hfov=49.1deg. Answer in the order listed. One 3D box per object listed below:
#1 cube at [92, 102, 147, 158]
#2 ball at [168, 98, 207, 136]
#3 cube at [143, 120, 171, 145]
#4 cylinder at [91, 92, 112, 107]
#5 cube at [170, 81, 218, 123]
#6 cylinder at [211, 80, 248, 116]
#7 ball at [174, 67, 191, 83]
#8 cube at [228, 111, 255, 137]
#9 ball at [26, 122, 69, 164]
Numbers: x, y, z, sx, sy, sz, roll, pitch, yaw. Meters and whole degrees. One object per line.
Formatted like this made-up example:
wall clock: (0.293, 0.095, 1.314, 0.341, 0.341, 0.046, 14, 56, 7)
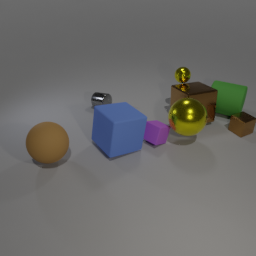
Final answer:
cube: (-0.349, 0.017, 10.145, 1.400, 1.400, 1.400, -11, 33, -33)
ball: (2.164, -0.401, 10.186, 1.400, 1.400, 1.400, 0, 33, 0)
cube: (1.065, 0.163, 10.581, 0.700, 0.700, 0.700, 27, 21, 36)
cylinder: (-1.198, -1.254, 12.766, 0.700, 0.700, 0.700, 12, 34, 32)
cube: (2.723, -1.043, 11.799, 1.400, 1.400, 1.400, -10, 27, -18)
cylinder: (4.357, -1.283, 12.344, 1.400, 1.400, 1.400, 17, 36, 24)
ball: (2.350, -2.276, 12.034, 0.700, 0.700, 0.700, 0, 33, 0)
cube: (4.584, -0.155, 11.250, 0.700, 0.700, 0.700, -17, 36, -24)
ball: (-2.680, 0.484, 9.366, 1.400, 1.400, 1.400, 0, 33, 0)
